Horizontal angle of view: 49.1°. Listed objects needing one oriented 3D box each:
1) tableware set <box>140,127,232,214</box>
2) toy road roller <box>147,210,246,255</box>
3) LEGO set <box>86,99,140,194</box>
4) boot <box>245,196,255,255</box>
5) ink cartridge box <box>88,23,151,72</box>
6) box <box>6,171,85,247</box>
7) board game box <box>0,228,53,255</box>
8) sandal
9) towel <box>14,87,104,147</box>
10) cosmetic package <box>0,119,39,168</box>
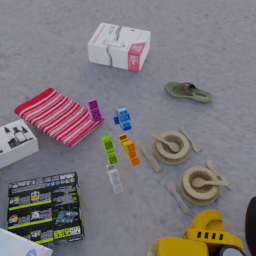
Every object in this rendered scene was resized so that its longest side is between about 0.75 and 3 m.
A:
[{"bbox_3d":[1.952,1.165,9.412,1.955,0.593,2.958,-24,57,-16],"label":"tableware set"},{"bbox_3d":[1.744,3.169,7.434,2.518,1.547,1.838,7,42,-1],"label":"toy road roller"},{"bbox_3d":[-0.383,0.341,8.788,1.142,2.994,1.229,-18,19,-11],"label":"LEGO set"},{"bbox_3d":[4.137,3.311,7.758,1.315,1.014,2.713,9,60,-9],"label":"boot"},{"bbox_3d":[-0.385,-3.681,12.693,2.445,1.012,1.791,14,55,10],"label":"ink cartridge box"},{"bbox_3d":[-2.505,2.497,8.504,2.174,0.516,2.099,-10,57,-7],"label":"box"},{"bbox_3d":[-3.877,4.016,6.972,2.969,0.647,2.983,16,67,13],"label":"board game box"},{"bbox_3d":[2.478,-1.579,11.439,1.969,0.562,0.782,14,55,10],"label":"sandal"},{"bbox_3d":[-2.566,-0.508,10.525,2.810,0.316,2.032,28,45,19],"label":"towel"},{"bbox_3d":[-4.600,0.781,9.316,2.876,0.728,1.187,-28,56,-31],"label":"cosmetic package"}]
